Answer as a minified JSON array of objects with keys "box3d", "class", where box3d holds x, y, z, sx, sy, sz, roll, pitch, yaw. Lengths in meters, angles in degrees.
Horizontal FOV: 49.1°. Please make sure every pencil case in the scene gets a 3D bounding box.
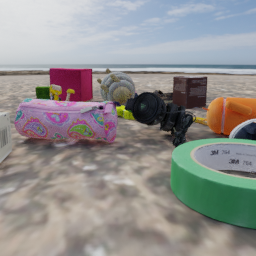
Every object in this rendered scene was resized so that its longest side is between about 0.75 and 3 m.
[{"box3d":[-1.761,-0.266,8.254,2.991,1.308,1.308,3,14,15],"class":"pencil case"}]

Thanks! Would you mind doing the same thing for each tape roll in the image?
[{"box3d":[2.127,0.833,5.112,2.661,0.640,2.661,-1,14,0],"class":"tape roll"}]

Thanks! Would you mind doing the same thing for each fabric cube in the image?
[{"box3d":[-3.274,-2.559,16.460,1.930,1.900,1.937,3,13,12],"class":"fabric cube"}]

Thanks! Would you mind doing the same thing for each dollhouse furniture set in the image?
[{"box3d":[-2.760,-1.335,12.789,2.452,1.231,1.606,-1,14,-4],"class":"dollhouse furniture set"}]

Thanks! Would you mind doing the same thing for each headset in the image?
[{"box3d":[0.966,-0.237,8.616,1.824,1.388,2.954,19,-2,-26],"class":"headset"}]

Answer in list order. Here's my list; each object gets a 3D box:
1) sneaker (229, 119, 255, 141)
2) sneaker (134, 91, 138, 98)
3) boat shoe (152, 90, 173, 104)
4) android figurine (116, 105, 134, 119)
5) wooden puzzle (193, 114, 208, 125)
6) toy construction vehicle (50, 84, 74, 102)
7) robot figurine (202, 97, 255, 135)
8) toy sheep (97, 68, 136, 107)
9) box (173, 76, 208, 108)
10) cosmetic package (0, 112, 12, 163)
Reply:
[{"box3d":[3.697,0.143,7.473,1.873,0.735,0.744,-16,28,-9],"class":"sneaker"},{"box3d":[0.336,-1.590,14.831,0.660,0.772,1.881,-5,14,-19],"class":"sneaker"},{"box3d":[1.697,-1.777,15.659,2.034,0.746,0.758,5,15,21],"class":"boat shoe"},{"box3d":[0.323,-0.717,12.025,1.881,0.424,2.067,-4,12,-16],"class":"android figurine"},{"box3d":[3.974,-0.357,10.731,2.690,0.315,1.815,-5,14,-20],"class":"wooden puzzle"},{"box3d":[-2.529,-0.760,10.388,0.543,1.542,1.343,-7,-8,43],"class":"toy construction vehicle"},{"box3d":[3.439,-0.377,8.881,2.096,1.222,1.507,5,18,19],"class":"robot figurine"},{"box3d":[-0.568,-2.009,14.276,1.958,1.958,2.839,-2,26,-10],"class":"toy sheep"},{"box3d":[3.159,-1.887,14.403,1.284,1.548,1.271,-6,14,-25],"class":"box"},{"box3d":[-4.371,0.266,6.315,2.990,1.093,1.548,-3,9,-8],"class":"cosmetic package"}]
